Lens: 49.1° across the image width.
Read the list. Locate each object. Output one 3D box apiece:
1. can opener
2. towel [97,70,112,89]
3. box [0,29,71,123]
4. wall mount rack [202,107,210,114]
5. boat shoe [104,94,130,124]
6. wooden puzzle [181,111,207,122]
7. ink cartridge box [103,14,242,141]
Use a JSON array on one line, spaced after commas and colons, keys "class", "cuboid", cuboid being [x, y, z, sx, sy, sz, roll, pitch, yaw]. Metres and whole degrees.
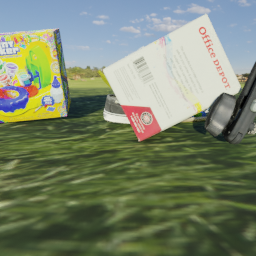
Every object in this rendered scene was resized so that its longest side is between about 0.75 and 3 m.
[{"class": "can opener", "cuboid": [2.589, -0.762, 5.803, 0.952, 2.423, 0.768, 31, 3, -20]}, {"class": "towel", "cuboid": [-0.745, -1.866, 12.652, 0.175, 0.833, 1.934, -37, 52, -7]}, {"class": "box", "cuboid": [-3.615, -1.797, 9.499, 2.850, 2.745, 1.739, -7, 23, -4]}, {"class": "wall mount rack", "cuboid": [3.396, -0.887, 10.800, 0.505, 1.354, 1.176, 28, 6, -11]}, {"class": "boat shoe", "cuboid": [0.586, -0.683, 9.105, 2.741, 0.929, 0.983, 3, 23, -16]}, {"class": "wooden puzzle", "cuboid": [2.204, -0.509, 10.561, 1.384, 0.346, 1.494, -6, 11, -27]}, {"class": "ink cartridge box", "cuboid": [1.064, -1.240, 7.272, 2.694, 1.957, 1.948, -26, 7, 7]}]
